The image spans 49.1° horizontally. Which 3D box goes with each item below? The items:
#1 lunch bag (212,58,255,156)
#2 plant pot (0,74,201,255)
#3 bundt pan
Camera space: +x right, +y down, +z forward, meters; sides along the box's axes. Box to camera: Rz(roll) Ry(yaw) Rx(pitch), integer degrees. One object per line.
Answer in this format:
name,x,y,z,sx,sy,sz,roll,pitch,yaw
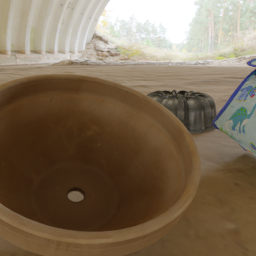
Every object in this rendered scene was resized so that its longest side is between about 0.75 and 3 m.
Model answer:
lunch bag,3.096,-0.527,4.969,1.590,2.495,2.122,35,5,-22
plant pot,-0.555,0.475,3.403,2.602,1.201,2.602,10,37,-8
bundt pan,1.524,-0.613,8.671,2.570,0.965,2.570,0,16,0
